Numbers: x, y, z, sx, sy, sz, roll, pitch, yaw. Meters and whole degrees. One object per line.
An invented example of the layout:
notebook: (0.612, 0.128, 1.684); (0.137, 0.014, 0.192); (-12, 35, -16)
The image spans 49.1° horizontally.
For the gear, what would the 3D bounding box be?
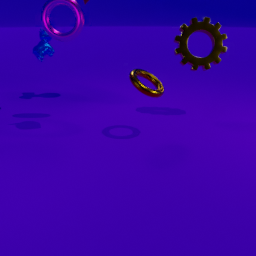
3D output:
gear: (2.370, -2.744, 9.227); (1.697, 1.697, 0.314); (0, 5, 0)

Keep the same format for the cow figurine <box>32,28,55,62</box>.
cow figurine: (-3.464, -3.367, 11.316); (1.134, 1.116, 0.622); (-41, 10, -27)

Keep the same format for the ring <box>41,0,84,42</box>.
ring: (-1.938, -3.236, 8.316); (1.280, 1.280, 0.256); (-2, 18, -5)

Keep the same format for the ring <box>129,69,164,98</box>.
ring: (0.529, -1.254, 7.799); (1.109, 0.222, 1.109); (22, 37, -18)

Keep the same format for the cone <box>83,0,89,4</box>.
cone: (-1.549, -5.055, 10.559); (0.937, 0.941, 0.937); (9, 56, -14)
